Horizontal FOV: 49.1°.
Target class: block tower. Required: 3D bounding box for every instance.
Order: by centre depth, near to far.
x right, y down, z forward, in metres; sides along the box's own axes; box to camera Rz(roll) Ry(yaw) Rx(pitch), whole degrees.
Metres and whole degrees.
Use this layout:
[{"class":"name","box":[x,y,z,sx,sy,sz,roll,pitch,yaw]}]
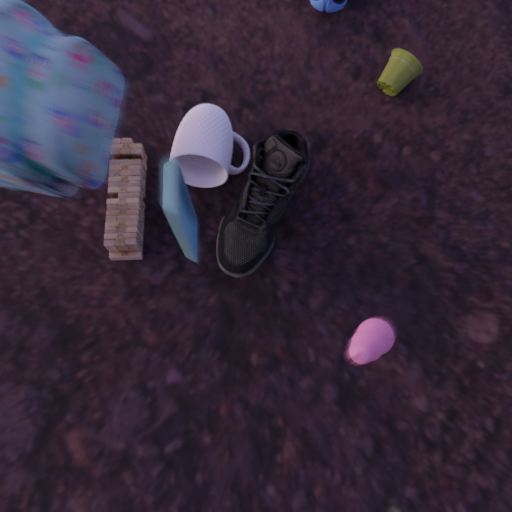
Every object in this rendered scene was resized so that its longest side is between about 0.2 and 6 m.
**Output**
[{"class":"block tower","box":[-2.449,-1.085,10.577,0.613,0.656,2.269,-2,73,0]}]

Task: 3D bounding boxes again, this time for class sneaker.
[{"class":"sneaker","box":[0.090,-1.067,10.054,1.114,1.669,2.914,28,77,10]},{"class":"sneaker","box":[1.779,-6.750,12.046,1.079,1.262,3.044,9,72,3]}]

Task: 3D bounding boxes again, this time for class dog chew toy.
[{"class":"dog chew toy","box":[1.444,1.123,7.166,0.486,0.486,0.780,44,39,13]}]

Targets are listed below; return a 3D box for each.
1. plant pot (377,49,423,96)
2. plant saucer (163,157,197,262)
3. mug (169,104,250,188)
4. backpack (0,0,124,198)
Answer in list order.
[{"class":"plant pot","box":[2.864,-3.681,11.425,0.757,0.757,0.719,38,89,11]},{"class":"plant saucer","box":[-1.001,-0.543,7.546,0.196,2.064,0.722,-2,73,1]},{"class":"mug","box":[-0.820,-2.099,10.742,1.525,1.126,1.337,19,63,-22]},{"class":"backpack","box":[-3.362,-2.234,8.136,2.131,2.831,2.513,8,82,19]}]
